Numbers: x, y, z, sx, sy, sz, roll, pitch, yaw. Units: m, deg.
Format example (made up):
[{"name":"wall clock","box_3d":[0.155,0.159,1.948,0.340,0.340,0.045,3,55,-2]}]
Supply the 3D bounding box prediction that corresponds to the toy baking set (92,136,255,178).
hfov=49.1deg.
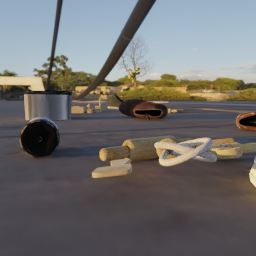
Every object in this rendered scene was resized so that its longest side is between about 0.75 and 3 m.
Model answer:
[{"name":"toy baking set","box_3d":[0.534,0.193,2.939,2.319,0.270,1.780,-4,-4,-28]}]

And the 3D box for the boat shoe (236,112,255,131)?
[{"name":"boat shoe","box_3d":[3.216,-0.153,6.335,1.438,0.506,0.506,-6,-1,21]}]

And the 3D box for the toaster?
[{"name":"toaster","box_3d":[-2.757,-0.827,9.779,1.570,1.030,1.736,-2,7,-18]}]

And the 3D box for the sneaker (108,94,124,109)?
[{"name":"sneaker","box_3d":[-0.505,-1.654,17.484,1.701,0.904,0.636,2,7,20]}]

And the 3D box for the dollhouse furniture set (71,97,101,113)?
[{"name":"dollhouse furniture set","box_3d":[-2.292,-1.152,13.429,1.905,0.843,0.988,1,7,3]}]

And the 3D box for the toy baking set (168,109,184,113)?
[{"name":"toy baking set","box_3d":[1.860,-0.840,13.681,1.819,0.212,1.396,3,4,21]}]

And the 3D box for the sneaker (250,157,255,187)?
[{"name":"sneaker","box_3d":[1.204,0.398,2.295,0.316,0.307,0.867,0,7,3]}]

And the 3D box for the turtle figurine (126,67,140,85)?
[{"name":"turtle figurine","box_3d":[0.203,-2.017,10.345,0.244,0.756,0.610,17,48,41]}]

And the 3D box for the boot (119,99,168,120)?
[{"name":"boot","box_3d":[0.411,-0.669,9.808,1.929,0.698,1.605,5,6,15]}]

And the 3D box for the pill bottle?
[{"name":"pill bottle","box_3d":[-1.245,0.101,4.016,0.509,0.509,0.911,-2,6,-15]}]
